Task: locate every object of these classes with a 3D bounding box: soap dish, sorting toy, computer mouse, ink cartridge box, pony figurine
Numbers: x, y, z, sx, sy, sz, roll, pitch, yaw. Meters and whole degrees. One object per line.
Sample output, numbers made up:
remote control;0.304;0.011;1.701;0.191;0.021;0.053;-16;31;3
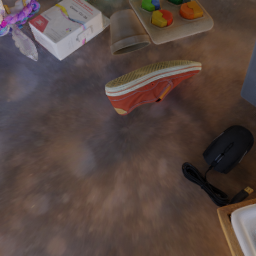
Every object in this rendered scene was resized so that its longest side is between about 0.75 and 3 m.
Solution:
soap dish;3.110;2.649;5.148;2.192;1.132;2.787;-12;62;-6
sorting toy;1.349;-3.834;8.999;2.102;0.414;2.271;-18;64;-9
computer mouse;2.441;0.807;6.496;2.101;0.484;1.475;-35;66;-16
ink cartridge box;-1.663;-3.204;8.480;1.277;0.740;2.193;40;69;19
pony figurine;-3.601;-2.954;7.958;2.332;1.942;2.251;-18;53;7

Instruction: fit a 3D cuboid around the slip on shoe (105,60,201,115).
slip on shoe;0.750;-1.160;7.379;2.897;0.886;1.073;-26;27;-25

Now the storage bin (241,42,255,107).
storage bin;3.851;-1.236;6.384;2.168;2.980;2.001;-39;57;-18

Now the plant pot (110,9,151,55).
plant pot;-0.050;-2.672;7.778;1.143;1.143;0.991;-18;96;-9
